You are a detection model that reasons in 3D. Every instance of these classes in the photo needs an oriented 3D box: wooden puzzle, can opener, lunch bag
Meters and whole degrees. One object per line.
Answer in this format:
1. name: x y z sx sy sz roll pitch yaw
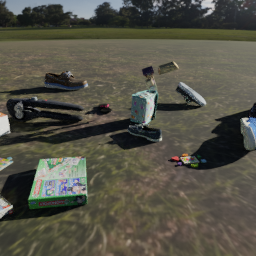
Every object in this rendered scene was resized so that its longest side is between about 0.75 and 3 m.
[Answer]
1. wooden puzzle: -3.359 0.936 7.228 0.515 0.061 0.869 7 23 18
2. can opener: -2.995 -0.684 10.156 2.825 0.896 1.111 1 21 5
3. lunch bag: 0.677 -0.808 10.257 0.749 1.046 1.228 18 27 28

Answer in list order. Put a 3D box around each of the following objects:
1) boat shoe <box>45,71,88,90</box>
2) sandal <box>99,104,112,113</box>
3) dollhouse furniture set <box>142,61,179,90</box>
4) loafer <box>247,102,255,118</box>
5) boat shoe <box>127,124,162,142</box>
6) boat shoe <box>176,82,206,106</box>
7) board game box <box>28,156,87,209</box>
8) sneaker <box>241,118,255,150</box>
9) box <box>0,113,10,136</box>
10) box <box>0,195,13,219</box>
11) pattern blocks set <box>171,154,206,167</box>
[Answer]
1. boat shoe: -3.314 -2.533 14.781 2.418 0.875 0.873 3 22 9
2. sandal: -0.964 -0.874 11.474 0.436 0.261 1.160 -8 23 -18
3. dollhouse furniture set: 1.349 -1.790 10.647 1.361 0.966 1.079 -17 39 6
4. loafer: 5.178 -0.858 10.518 1.069 0.937 2.974 12 25 28
5. boat shoe: 0.513 0.076 8.913 0.486 0.401 1.297 -20 29 -41
6. boat shoe: 2.708 -1.362 12.297 1.599 0.546 0.590 44 31 26
7. board game box: -1.529 1.170 6.389 1.157 0.250 1.719 -4 22 -8
8. sneaker: 3.997 0.122 8.347 1.063 0.734 1.911 -2 14 18
9. box: -4.610 -0.158 9.185 1.295 0.631 0.806 17 27 36
10. box: -2.837 1.545 5.514 1.018 0.203 0.697 19 29 39
11. pattern blocks set: 1.633 0.851 7.442 0.782 0.063 0.687 -9 24 -23
